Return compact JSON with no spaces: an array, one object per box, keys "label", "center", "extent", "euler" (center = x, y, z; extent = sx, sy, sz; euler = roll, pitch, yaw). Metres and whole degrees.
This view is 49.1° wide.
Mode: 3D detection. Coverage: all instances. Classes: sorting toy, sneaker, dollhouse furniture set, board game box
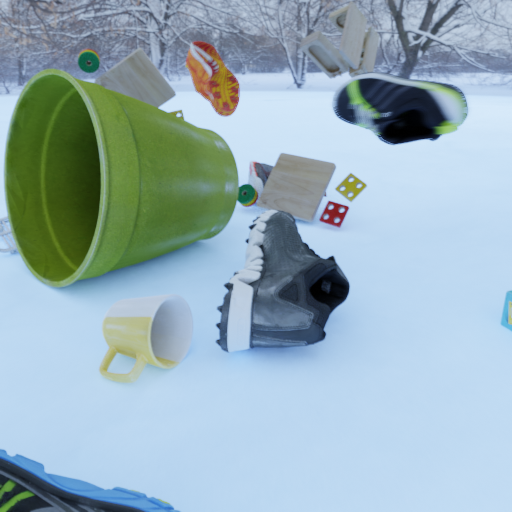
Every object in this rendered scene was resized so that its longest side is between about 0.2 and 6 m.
[{"label":"sorting toy","center":[-2.609,-3.710,12.400],"extent":[1.268,2.629,0.445],"euler":[-31,40,13]},{"label":"sneaker","center":[-0.877,-3.491,11.422],"extent":[0.755,0.798,2.068],"euler":[-5,54,-26]},{"label":"dollhouse furniture set","center":[1.834,-4.436,12.782],"extent":[1.655,1.349,1.574],"euler":[-8,-29,44]},{"label":"sneaker","center":[0.559,0.313,8.305],"extent":[1.635,1.201,3.613],"euler":[6,25,7]},{"label":"sneaker","center":[1.740,-1.931,7.474],"extent":[2.102,0.754,0.870],"euler":[16,52,45]},{"label":"board game box","center":[4.941,0.906,7.466],"extent":[2.454,0.576,1.852],"euler":[-7,22,-17]},{"label":"sneaker","center":[0.309,-1.997,14.661],"extent":[1.052,0.990,2.569],"euler":[6,21,-2]},{"label":"sorting toy","center":[1.061,-1.499,12.905],"extent":[3.042,1.467,0.515],"euler":[17,-13,31]},{"label":"sneaker","center":[-1.763,2.068,3.749],"extent":[2.897,1.027,1.201],"euler":[7,16,11]}]

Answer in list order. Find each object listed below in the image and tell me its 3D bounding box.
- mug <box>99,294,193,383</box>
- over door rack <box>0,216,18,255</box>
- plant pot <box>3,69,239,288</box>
[{"label":"mug","center":[-1.487,0.942,7.015],"extent":[0.938,0.915,1.143],"euler":[2,13,28]},{"label":"over door rack","center":[-4.177,-1.031,11.966],"extent":[3.107,1.035,2.295],"euler":[-12,25,-30]},{"label":"plant pot","center":[-2.191,-1.305,10.129],"extent":[3.322,3.451,3.451],"euler":[-5,18,-45]}]
